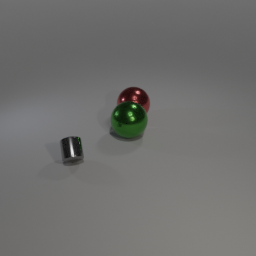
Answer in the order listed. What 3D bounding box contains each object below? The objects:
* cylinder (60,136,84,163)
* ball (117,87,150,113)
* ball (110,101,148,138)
[{"bbox_3d":[-1.831,0.712,9.130,0.700,0.700,0.700,-8,70,-14],"label":"cylinder"},{"bbox_3d":[0.230,-1.024,11.718,1.400,1.400,1.400,0,30,0],"label":"ball"},{"bbox_3d":[0.043,-0.310,10.490,1.400,1.400,1.400,0,30,0],"label":"ball"}]
